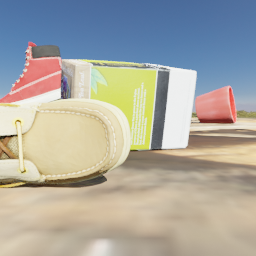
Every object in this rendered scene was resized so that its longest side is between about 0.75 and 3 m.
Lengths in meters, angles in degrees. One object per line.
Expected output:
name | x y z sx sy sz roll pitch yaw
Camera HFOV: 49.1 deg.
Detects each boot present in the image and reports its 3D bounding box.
boot | -2.332 -1.077 6.238 1.979 1.428 0.717 -20 1 -1
boot | -0.760 0.101 1.258 1.345 0.490 1.046 0 2 22

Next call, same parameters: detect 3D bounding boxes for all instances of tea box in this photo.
tea box | -0.118 -0.366 3.606 1.384 0.940 1.406 0 15 -18

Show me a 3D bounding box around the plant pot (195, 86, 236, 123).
plant pot | 4.101 -0.981 13.144 1.590 1.797 1.797 -8 -1 28
